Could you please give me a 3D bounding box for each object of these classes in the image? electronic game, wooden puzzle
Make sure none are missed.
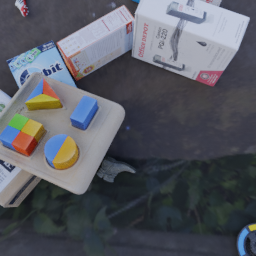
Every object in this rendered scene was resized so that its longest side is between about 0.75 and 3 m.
[{"bbox_3d":[3.598,3.256,7.706,1.234,0.257,1.234,0,76,0],"label":"electronic game"},{"bbox_3d":[-1.858,-0.087,7.249,2.915,0.675,2.700,24,63,6],"label":"wooden puzzle"}]

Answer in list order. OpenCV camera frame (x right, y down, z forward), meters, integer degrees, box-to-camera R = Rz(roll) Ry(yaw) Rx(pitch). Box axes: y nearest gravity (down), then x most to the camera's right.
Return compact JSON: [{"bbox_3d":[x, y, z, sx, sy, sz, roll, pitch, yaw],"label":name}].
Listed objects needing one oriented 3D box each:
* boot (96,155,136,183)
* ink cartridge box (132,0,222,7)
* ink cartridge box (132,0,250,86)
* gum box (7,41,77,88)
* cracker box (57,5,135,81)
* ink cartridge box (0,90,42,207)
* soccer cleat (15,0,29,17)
[{"bbox_3d":[-0.343,1.298,8.185,1.078,0.365,0.704,19,82,12],"label":"boot"},{"bbox_3d":[1.573,-4.610,8.684,2.947,2.151,1.242,25,76,5],"label":"ink cartridge box"},{"bbox_3d":[1.628,-2.614,8.185,2.850,2.076,1.209,23,71,6],"label":"ink cartridge box"},{"bbox_3d":[-2.678,-1.616,8.835,1.582,0.415,1.862,-27,78,-6],"label":"gum box"},{"bbox_3d":[-0.881,-2.516,8.494,2.262,1.515,0.652,-32,78,-8],"label":"cracker box"},{"bbox_3d":[-3.511,0.485,7.978,2.771,1.041,2.283,37,79,9],"label":"ink cartridge box"},{"bbox_3d":[-3.647,-4.155,9.551,0.381,0.307,0.895,-14,73,6],"label":"soccer cleat"}]
